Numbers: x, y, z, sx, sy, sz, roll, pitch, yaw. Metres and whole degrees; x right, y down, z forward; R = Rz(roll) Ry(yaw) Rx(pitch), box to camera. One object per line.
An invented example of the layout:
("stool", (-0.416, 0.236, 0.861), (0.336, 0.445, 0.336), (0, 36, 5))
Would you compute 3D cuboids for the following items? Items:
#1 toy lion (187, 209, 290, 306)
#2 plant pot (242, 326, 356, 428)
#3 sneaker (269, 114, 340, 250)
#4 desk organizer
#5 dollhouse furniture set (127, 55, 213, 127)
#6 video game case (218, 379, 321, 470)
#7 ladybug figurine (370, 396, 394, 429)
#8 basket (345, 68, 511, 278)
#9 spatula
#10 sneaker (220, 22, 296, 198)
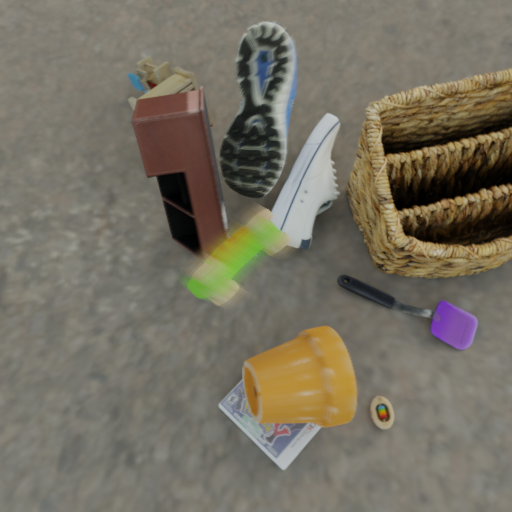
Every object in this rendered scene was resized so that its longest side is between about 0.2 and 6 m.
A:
("toy lion", (-0.334, -0.005, 7.604), (1.565, 1.500, 0.537), (-44, 102, -22))
("plant pot", (0.557, 1.883, 8.339), (1.346, 1.470, 1.470), (-8, 64, -15))
("sneaker", (1.084, -1.358, 10.552), (1.004, 1.036, 2.836), (26, 73, -2))
("desk organizer", (-1.152, -1.208, 9.230), (1.071, 2.781, 0.997), (-9, 36, 0))
("dollhouse furniture set", (-1.970, -3.040, 11.331), (1.226, 1.219, 1.740), (-40, 46, -16))
("video game case", (0.349, 2.439, 9.045), (1.439, 0.165, 1.311), (40, 69, 17))
("ladybug figurine", (2.009, 2.516, 8.985), (0.361, 0.191, 0.532), (-5, 64, -2))
("basket", (3.584, -1.226, 9.466), (3.536, 2.634, 2.524), (-12, 64, -7))
("spatula", (2.593, 0.887, 9.745), (2.524, 0.259, 0.713), (21, 66, 10))
("sneaker", (0.197, -2.435, 9.739), (1.178, 2.999, 1.337), (18, 26, 12))
